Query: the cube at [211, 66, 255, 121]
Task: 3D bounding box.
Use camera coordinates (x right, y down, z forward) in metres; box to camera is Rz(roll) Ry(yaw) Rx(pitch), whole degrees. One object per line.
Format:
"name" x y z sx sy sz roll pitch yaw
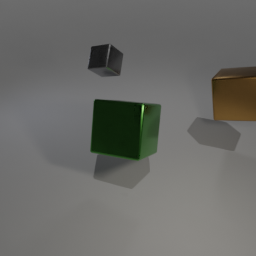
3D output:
"cube" 3.572 -1.117 9.009 1.400 1.400 1.400 2 24 30

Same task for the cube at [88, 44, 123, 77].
"cube" -0.644 -1.933 8.110 0.700 0.700 0.700 3 -9 33

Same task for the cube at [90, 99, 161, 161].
"cube" -0.028 -0.009 7.518 1.400 1.400 1.400 7 7 24
